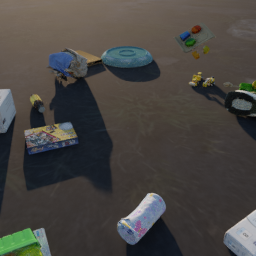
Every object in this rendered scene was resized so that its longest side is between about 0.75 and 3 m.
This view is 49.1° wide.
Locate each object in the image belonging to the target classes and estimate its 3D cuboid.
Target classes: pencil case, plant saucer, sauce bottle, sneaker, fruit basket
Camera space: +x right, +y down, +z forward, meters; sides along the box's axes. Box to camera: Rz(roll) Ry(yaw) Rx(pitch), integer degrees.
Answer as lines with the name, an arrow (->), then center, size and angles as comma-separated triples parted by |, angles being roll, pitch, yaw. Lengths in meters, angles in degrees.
pencil case -> 0.315, 1.972, 6.184 | 0.560, 0.513, 1.235 | 44, 47, 16
plant saucer -> -0.068, -4.097, 15.790 | 2.946, 0.404, 2.946 | 0, 32, 0
sauce bottle -> -3.509, -0.953, 10.885 | 0.383, 0.383, 1.184 | -16, 35, -24
sneaker -> 5.099, -0.834, 10.199 | 2.864, 1.101, 1.269 | 23, 30, 27
fruit basket -> -2.034, 2.658, 5.219 | 1.241, 0.628, 1.339 | -15, 51, -22

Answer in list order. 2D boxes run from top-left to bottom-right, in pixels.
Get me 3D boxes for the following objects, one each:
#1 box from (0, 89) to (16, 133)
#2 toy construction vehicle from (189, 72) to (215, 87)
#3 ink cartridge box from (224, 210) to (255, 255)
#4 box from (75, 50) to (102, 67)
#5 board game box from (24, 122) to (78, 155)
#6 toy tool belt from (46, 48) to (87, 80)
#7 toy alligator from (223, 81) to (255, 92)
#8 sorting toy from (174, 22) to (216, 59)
box -> -4.915, -0.586, 9.754 | 1.505, 0.984, 1.497 | -3, 33, -5
toy construction vehicle -> 3.400, -2.235, 12.850 | 1.026, 0.415, 1.179 | 23, 39, 32
ink cartridge box -> 3.116, 2.443, 5.538 | 1.473, 0.435, 1.840 | -20, 36, -28
box -> -2.770, -3.788, 15.442 | 1.791, 0.233, 2.191 | -26, 40, -35
board game box -> -2.492, 0.292, 9.045 | 1.544, 0.267, 1.046 | -12, 35, -19
toy tool belt -> -3.127, -3.025, 13.198 | 2.297, 1.434, 1.411 | 19, 29, 28
toy alligator -> 5.175, -1.547, 11.637 | 2.360, 0.700, 0.640 | 1, 73, 1
sorting toy -> 2.627, -3.377, 10.739 | 1.329, 0.239, 1.784 | -26, 47, 8
